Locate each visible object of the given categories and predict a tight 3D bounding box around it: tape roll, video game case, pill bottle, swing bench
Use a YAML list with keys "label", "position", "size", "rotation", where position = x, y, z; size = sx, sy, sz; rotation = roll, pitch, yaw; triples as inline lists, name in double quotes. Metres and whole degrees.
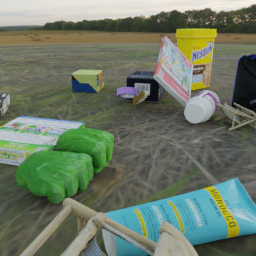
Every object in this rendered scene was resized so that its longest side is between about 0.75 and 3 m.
- label: "tape roll"
  position: [-0.016, -1.383, 11.056]
  size: [0.828, 0.272, 0.828]
  rotation: [1, -8, 0]
- label: "video game case"
  position: [1.754, -2.128, 10.404]
  size: [0.213, 1.743, 2.438]
  rotation: [-29, 33, 40]
- label: "pill bottle"
  position: [2.421, -0.677, 9.247]
  size: [0.877, 0.877, 1.562]
  rotation: [12, 24, 28]
- label: "swing bench"
  position: [3.412, -0.398, 8.840]
  size: [0.981, 0.636, 0.976]
  rotation: [-4, 21, -12]
- label: "swing bench"
  position: [-0.219, 1.709, 2.531]
  size: [1.756, 1.139, 1.747]
  rotation: [7, 21, 18]

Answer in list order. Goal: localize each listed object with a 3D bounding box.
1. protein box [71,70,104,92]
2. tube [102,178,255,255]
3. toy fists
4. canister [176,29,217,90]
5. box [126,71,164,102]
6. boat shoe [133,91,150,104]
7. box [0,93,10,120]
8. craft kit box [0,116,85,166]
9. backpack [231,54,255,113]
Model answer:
- label: "protein box"
  position: [-1.922, -2.282, 13.520]
  size: [1.249, 0.849, 1.258]
  rotation: [3, 21, 8]
- label: "tube"
  position: [0.898, 1.371, 4.218]
  size: [2.531, 0.638, 0.980]
  rotation: [-6, 53, -21]
- label: "toy fists"
  position: [-1.085, 0.677, 5.798]
  size: [1.201, 0.810, 2.357]
  rotation: [1, 21, 23]
- label: "canister"
  position: [3.222, -3.331, 13.567]
  size: [2.061, 2.774, 1.201]
  rotation: [-15, 25, -34]
- label: "box"
  position: [0.803, -1.845, 12.152]
  size: [1.376, 0.993, 1.855]
  rotation: [5, 21, 14]
- label: "boat shoe"
  position: [0.501, -1.125, 10.492]
  size: [0.324, 0.331, 0.934]
  rotation: [-7, -12, -31]
- label: "box"
  position: [-5.200, -0.761, 10.009]
  size: [1.559, 0.476, 1.969]
  rotation: [-4, 21, -11]
- label: "craft kit box"
  position: [-2.489, 0.285, 7.280]
  size: [2.114, 0.513, 2.088]
  rotation: [6, 19, 16]
- label: "backpack"
  position: [5.250, -1.536, 9.763]
  size: [2.618, 2.127, 2.196]
  rotation: [12, 21, 30]
